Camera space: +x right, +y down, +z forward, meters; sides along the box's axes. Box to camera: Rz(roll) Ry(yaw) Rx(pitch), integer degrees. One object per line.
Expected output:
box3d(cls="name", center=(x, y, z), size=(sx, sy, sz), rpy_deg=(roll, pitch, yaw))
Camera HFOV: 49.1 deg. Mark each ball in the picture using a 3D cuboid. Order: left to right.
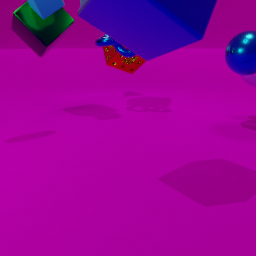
box3d(cls="ball", center=(3.096, -1.927, 7.234), size=(1.131, 1.131, 1.131), rpy_deg=(0, 17, 0))

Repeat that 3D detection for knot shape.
box3d(cls="knot shape", center=(-0.139, -2.976, 9.055), size=(1.580, 1.688, 0.780), rpy_deg=(41, -7, 26))

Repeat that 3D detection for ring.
box3d(cls="ring", center=(3.809, -1.891, 7.893), size=(0.311, 1.557, 1.557), rpy_deg=(-23, 28, -40))

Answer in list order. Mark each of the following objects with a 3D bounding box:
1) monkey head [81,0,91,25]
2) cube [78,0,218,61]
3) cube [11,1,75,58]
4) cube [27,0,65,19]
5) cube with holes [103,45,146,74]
box3d(cls="monkey head", center=(-1.508, -4.769, 11.163), size=(0.973, 1.162, 1.615), rpy_deg=(29, -6, 18))
box3d(cls="cube", center=(0.297, -1.746, 3.455), size=(1.203, 1.203, 1.203), rpy_deg=(27, -11, -25))
box3d(cls="cube", center=(-2.659, -3.201, 8.686), size=(1.272, 1.272, 1.272), rpy_deg=(-51, 18, -18))
box3d(cls="cube", center=(-2.291, -3.562, 7.505), size=(0.735, 0.735, 0.735), rpy_deg=(-39, 65, -11))
box3d(cls="cube with holes", center=(-0.047, -3.054, 10.553), size=(1.274, 1.274, 1.274), rpy_deg=(11, -35, -39))
